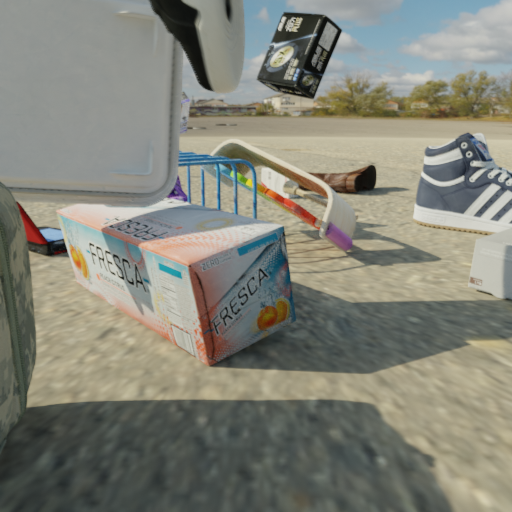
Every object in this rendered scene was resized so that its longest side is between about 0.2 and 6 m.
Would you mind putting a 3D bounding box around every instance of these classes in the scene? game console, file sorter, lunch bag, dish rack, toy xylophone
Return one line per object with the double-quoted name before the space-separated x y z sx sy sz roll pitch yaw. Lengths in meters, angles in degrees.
"game console" -3.717 -0.623 9.291 1.657 0.983 1.428 12 19 37
"file sorter" -1.299 -0.853 9.073 1.753 1.550 2.527 -10 18 -31
"lunch bag" -2.652 0.569 2.893 2.700 1.881 2.265 -4 12 -15
"dish rack" -2.003 -1.632 5.529 2.674 2.295 0.582 1 11 -20
"toy xylophone" 0.575 -1.009 9.523 2.960 0.744 2.167 33 4 41

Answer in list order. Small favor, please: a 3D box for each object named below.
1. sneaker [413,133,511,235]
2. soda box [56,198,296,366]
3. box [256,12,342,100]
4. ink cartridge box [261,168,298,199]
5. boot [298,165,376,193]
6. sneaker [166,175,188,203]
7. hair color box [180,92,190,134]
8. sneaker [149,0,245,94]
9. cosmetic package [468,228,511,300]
"sneaker" 4.580 -1.323 10.306 3.333 1.808 1.168 10 18 33
"soda box" -1.063 0.032 6.327 1.135 1.055 3.318 -23 26 -33
"box" 0.925 -4.400 12.280 0.694 1.612 1.320 17 9 -45
"ink cartridge box" 0.627 -1.923 14.758 0.989 0.726 0.410 15 21 42
"boot" 2.182 -2.228 16.197 2.220 0.713 2.069 4 13 32
"sneaker" -1.913 -1.300 11.855 0.965 0.998 2.392 -5 16 -19
"hair color box" -1.575 -2.687 10.763 0.494 0.904 0.293 -24 68 -22
"sneaker" -0.900 -2.334 4.156 1.316 2.353 0.860 -2 37 14
"cosmetic package" 3.533 0.059 7.248 0.870 0.735 1.629 18 20 41
